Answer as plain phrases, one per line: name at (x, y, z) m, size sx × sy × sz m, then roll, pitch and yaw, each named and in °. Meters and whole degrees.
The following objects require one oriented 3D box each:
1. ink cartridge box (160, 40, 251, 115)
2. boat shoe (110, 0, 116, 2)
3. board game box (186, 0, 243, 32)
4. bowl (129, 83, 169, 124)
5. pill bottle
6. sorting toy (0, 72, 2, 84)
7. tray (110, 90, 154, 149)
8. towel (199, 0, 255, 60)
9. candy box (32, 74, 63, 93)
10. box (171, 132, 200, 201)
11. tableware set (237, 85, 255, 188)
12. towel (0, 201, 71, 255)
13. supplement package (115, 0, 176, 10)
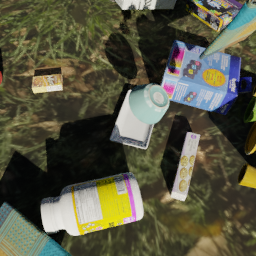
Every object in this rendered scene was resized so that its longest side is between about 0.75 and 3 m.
ink cartridge box at (2.630, -1.670, 9.455) m, size 2.828 × 1.080 × 1.930 m, roll 17°, pitch 56°, yaw 2°
boat shoe at (-0.932, -6.392, 13.310) m, size 2.129 × 0.607 × 0.712 m, roll 32°, pitch 46°, yaw 11°
board game box at (3.913, -5.292, 12.462) m, size 1.709 × 0.586 × 2.067 m, roll -30°, pitch 60°, yaw -19°
bowl at (0.649, -0.739, 7.483) m, size 1.153 × 0.603 × 1.153 m, roll 11°, pitch 66°, yaw -28°
pill bottle at (-0.863, 1.897, 6.876) m, size 2.308 × 1.203 × 1.203 m, roll -11°, pitch 55°, yaw -8°
sorting toy at (-5.454, -1.105, 9.425) m, size 0.978 × 0.984 × 2.838 m, roll -3°, pitch 48°, yaw 27°
tray at (0.288, -0.297, 9.061) m, size 1.177 × 0.243 × 2.192 m, roll 12°, pitch 55°, yaw 10°
towel at (3.211, -2.857, 7.644) m, size 1.913 × 2.608 × 0.283 m, roll -26°, pitch 84°, yaw -16°
candy box at (-2.856, -1.588, 9.965) m, size 1.016 × 0.281 × 0.586 m, roll -7°, pitch 53°, yaw -4°
box at (1.650, 1.044, 7.988) m, size 0.427 × 0.398 × 2.060 m, roll 16°, pitch 56°, yaw 11°
tableware set at (2.196, -0.038, 4.723) m, size 0.356 × 1.564 × 2.322 m, roll 20°, pitch 50°, yaw 8°
towel at (-2.463, 3.047, 6.309) m, size 2.388 × 0.259 × 1.751 m, roll 30°, pitch 81°, yaw 21°
supplement package at (0.546, -6.885, 12.349) m, size 2.707 × 2.082 × 2.831 m, roll -12°, pitch 54°, yaw -27°
